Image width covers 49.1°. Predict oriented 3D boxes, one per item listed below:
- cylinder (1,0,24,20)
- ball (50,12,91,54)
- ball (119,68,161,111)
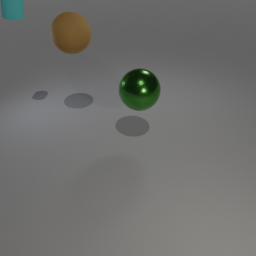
[{"bbox_3d":[-3.865,-4.054,9.375,0.700,0.700,0.700,6,32,-4],"label":"cylinder"},{"bbox_3d":[-1.983,-3.297,9.751,1.400,1.400,1.400,0,33,0],"label":"ball"},{"bbox_3d":[0.389,-1.275,9.356,1.400,1.400,1.400,0,33,0],"label":"ball"}]
